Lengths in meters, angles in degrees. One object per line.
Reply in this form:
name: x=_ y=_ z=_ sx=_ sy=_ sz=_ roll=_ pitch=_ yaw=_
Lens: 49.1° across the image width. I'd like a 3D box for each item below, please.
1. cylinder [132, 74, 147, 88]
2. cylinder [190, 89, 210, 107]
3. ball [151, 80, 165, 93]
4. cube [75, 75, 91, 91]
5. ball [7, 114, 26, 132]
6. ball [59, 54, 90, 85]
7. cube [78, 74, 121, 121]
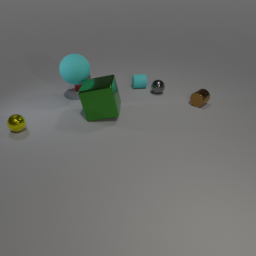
cylinder: x=0.611 y=-2.494 z=14.909 sx=0.700 sy=0.700 sz=0.700 roll=-3 pitch=31 yaw=-6
cylinder: x=3.377 y=-1.416 z=13.126 sx=0.700 sy=0.700 sz=0.700 roll=24 pitch=38 yaw=34
ball: x=1.527 y=-2.109 z=14.250 sx=0.700 sy=0.700 sz=0.700 roll=0 pitch=31 yaw=0
cube: x=-2.365 y=-2.354 z=14.686 sx=0.700 sy=0.700 sz=0.700 roll=5 pitch=31 yaw=8
ball: x=-4.424 y=-0.201 z=11.109 sx=0.700 sy=0.700 sz=0.700 roll=0 pitch=31 yaw=0
ball: x=-2.441 y=-2.693 z=12.902 sx=1.400 sy=1.400 sz=1.400 roll=0 pitch=31 yaw=0
cube: x=-1.161 y=-1.298 z=12.004 sx=1.400 sy=1.400 sz=1.400 roll=-9 pitch=30 yaw=9
